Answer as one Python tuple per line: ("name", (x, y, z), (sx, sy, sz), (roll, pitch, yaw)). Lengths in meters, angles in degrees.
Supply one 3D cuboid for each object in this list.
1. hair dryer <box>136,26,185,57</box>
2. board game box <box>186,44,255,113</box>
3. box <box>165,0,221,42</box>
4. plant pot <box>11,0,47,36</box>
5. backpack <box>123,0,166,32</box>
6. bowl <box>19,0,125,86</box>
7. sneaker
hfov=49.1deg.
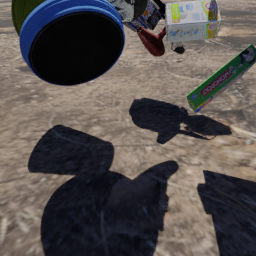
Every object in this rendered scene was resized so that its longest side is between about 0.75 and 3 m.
("hair dryer", (1.102, -3.077, 9.108), (1.968, 1.499, 0.535), (-15, 33, -27))
("board game box", (1.952, -0.928, 6.059), (0.314, 1.454, 2.160), (51, 11, 8))
("box", (1.545, -2.592, 6.800), (1.234, 0.626, 0.694), (-3, 68, 5))
("plant pot", (-2.078, -3.315, 8.318), (1.803, 1.873, 1.873), (11, 33, 16))
("backpack", (0.210, -4.372, 10.145), (1.862, 1.434, 1.774), (35, 3, 27))
("bowl", (-1.164, -1.817, 6.263), (2.361, 2.361, 0.463), (-13, 62, -21))
("sneaker", (-0.316, -3.315, 6.966), (2.678, 0.992, 1.185), (-18, -1, -39))
